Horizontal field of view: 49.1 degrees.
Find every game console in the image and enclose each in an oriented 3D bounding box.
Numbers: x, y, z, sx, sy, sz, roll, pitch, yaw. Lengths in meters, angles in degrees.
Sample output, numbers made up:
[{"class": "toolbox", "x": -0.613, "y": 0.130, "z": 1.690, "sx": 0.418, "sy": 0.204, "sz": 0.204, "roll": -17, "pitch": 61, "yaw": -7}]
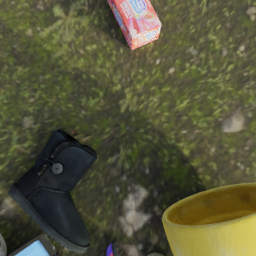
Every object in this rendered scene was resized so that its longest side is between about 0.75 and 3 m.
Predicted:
[{"class": "game console", "x": -2.596, "y": 4.082, "z": 7.196, "sx": 2.047, "sy": 1.192, "sz": 1.801, "roll": -31, "pitch": 75, "yaw": -21}]

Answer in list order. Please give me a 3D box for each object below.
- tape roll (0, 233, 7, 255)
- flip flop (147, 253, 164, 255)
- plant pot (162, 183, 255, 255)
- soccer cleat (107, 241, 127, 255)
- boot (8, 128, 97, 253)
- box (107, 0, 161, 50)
[{"class": "tape roll", "x": -3.990, "y": 3.295, "z": 7.651, "sx": 0.767, "sy": 1.117, "sz": 1.117, "roll": -33, "pitch": 82, "yaw": -5}, {"class": "flip flop", "x": 1.102, "y": 4.856, "z": 7.531, "sx": 1.149, "sy": 0.816, "sz": 2.834, "roll": -17, "pitch": 81, "yaw": -3}, {"class": "plant pot", "x": 2.626, "y": 3.128, "z": 6.799, "sx": 2.997, "sy": 2.997, "sz": 2.819, "roll": -16, "pitch": 87, "yaw": -3}, {"class": "soccer cleat", "x": -0.294, "y": 4.580, "z": 7.569, "sx": 1.034, "sy": 0.964, "sz": 2.825, "roll": -16, "pitch": 80, "yaw": 9}, {"class": "boot", "x": -1.633, "y": 1.672, "z": 7.920, "sx": 2.891, "sy": 1.104, "sz": 2.429, "roll": 38, "pitch": 86, "yaw": 12}, {"class": "box", "x": 0.155, "y": -3.713, "z": 8.937, "sx": 1.030, "sy": 0.950, "sz": 2.007, "roll": -25, "pitch": 81, "yaw": -4}]
